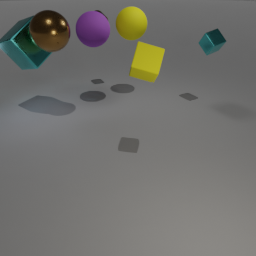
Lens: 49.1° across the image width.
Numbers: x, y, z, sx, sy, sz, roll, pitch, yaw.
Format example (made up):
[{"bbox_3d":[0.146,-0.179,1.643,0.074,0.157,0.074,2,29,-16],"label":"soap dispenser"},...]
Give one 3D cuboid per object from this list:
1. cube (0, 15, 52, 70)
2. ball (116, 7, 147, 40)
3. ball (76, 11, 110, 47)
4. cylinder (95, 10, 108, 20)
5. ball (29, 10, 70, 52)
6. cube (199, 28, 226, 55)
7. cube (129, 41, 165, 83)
[{"bbox_3d":[-3.883,-3.260,10.888,1.400,1.400,1.400,10,59,45],"label":"cube"},{"bbox_3d":[0.151,-4.615,12.403,1.400,1.400,1.400,0,28,0],"label":"ball"},{"bbox_3d":[-1.428,-4.021,11.429,1.400,1.400,1.400,0,28,0],"label":"ball"},{"bbox_3d":[-1.388,-5.184,13.440,0.700,0.700,0.700,-13,46,-23],"label":"cylinder"},{"bbox_3d":[-2.732,-3.380,9.817,1.400,1.400,1.400,0,28,0],"label":"ball"},{"bbox_3d":[3.564,-3.639,11.864,0.700,0.700,0.700,-25,78,-18],"label":"cube"},{"bbox_3d":[0.467,-1.668,7.173,0.700,0.700,0.700,15,-9,-2],"label":"cube"}]
